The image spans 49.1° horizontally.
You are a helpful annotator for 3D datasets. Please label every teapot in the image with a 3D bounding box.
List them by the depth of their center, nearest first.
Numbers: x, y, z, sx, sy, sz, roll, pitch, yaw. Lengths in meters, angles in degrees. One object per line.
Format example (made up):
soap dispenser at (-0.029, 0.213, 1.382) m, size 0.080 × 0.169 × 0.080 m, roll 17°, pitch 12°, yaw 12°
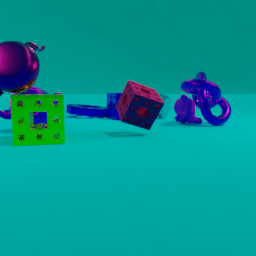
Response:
teapot at (-2.393, -1.274, 5.981) m, size 1.141 × 1.835 × 0.898 m, roll 31°, pitch -19°, yaw 6°
teapot at (-2.801, -0.600, 7.813) m, size 2.035 × 1.265 × 0.996 m, roll -18°, pitch -16°, yaw -7°

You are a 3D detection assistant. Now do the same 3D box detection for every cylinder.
cylinder at (1.224, -0.991, 11.784) m, size 0.940 × 0.940 × 0.940 m, roll 22°, pitch 16°, yaw 24°

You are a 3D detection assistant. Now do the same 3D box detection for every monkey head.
monkey head at (2.112, -0.606, 9.687) m, size 1.073 × 0.899 × 1.491 m, roll 13°, pitch -9°, yaw 21°

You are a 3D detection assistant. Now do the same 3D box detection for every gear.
gear at (-1.739, -0.789, 12.526) m, size 1.958 × 0.362 × 1.958 m, roll 6°, pitch 8°, yaw -1°

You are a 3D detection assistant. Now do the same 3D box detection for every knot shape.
knot shape at (2.517, -1.115, 9.275) m, size 0.946 × 2.048 × 1.916 m, roll -39°, pitch -35°, yaw 15°

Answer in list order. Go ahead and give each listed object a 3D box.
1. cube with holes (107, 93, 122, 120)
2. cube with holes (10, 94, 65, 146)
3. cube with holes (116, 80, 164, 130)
cube with holes at (-0.197, -0.909, 11.472) m, size 1.053 × 1.053 × 1.053 m, roll -3°, pitch 8°, yaw -25°
cube with holes at (-2.008, -0.231, 6.394) m, size 1.063 × 1.063 × 1.063 m, roll -2°, pitch 8°, yaw -14°
cube with holes at (0.283, -0.591, 7.218) m, size 0.826 × 0.826 × 0.826 m, roll 16°, pitch 27°, yaw -22°
